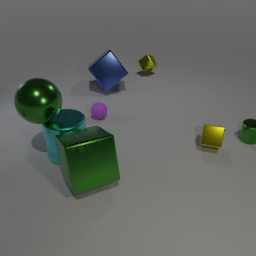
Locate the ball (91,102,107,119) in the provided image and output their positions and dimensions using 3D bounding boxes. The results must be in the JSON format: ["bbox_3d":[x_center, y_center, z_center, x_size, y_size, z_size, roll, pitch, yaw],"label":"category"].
[{"bbox_3d":[-1.215,-0.736,11.729,0.700,0.700,0.700,0,31,0],"label":"ball"}]

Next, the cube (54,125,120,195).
[{"bbox_3d":[-1.202,0.859,8.178,1.400,1.400,1.400,-15,17,-22],"label":"cube"}]

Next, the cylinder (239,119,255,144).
[{"bbox_3d":[4.524,0.129,10.318,0.700,0.700,0.700,0,36,0],"label":"cylinder"}]

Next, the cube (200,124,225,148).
[{"bbox_3d":[2.941,0.259,9.760,0.700,0.700,0.700,9,6,16],"label":"cube"}]

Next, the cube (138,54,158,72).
[{"bbox_3d":[1.129,-3.648,15.818,0.700,0.700,0.700,-30,-10,30],"label":"cube"}]

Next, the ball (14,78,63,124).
[{"bbox_3d":[-2.708,-0.814,8.511,1.400,1.400,1.400,0,31,0],"label":"ball"}]

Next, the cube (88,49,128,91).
[{"bbox_3d":[-1.012,-2.915,13.938,1.400,1.400,1.400,-38,20,7],"label":"cube"}]

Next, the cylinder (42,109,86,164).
[{"bbox_3d":[-2.090,0.276,9.442,1.400,1.400,1.400,0,31,0],"label":"cylinder"}]
